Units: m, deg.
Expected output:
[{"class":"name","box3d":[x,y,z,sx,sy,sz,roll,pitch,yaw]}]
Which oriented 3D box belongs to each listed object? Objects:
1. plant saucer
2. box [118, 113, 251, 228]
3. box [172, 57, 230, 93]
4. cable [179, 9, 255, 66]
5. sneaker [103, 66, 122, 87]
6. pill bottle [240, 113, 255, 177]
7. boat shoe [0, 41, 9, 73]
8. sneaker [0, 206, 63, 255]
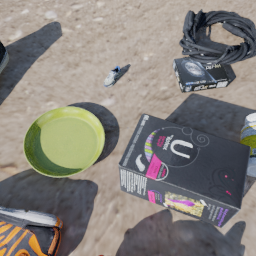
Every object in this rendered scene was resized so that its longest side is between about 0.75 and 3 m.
[{"class":"plant saucer","box3d":[-1.653,0.369,7.389,2.102,0.327,2.102,0,57,0]},{"class":"box","box3d":[1.216,0.942,6.358,2.534,1.344,1.549,18,57,11]},{"class":"box","box3d":[2.237,-1.710,8.687,1.461,0.318,1.170,-8,58,-5]},{"class":"cable","box3d":[2.938,-2.879,9.182,2.413,0.751,2.958,14,50,0]},{"class":"sneaker","box3d":[-0.500,-1.605,8.600,0.321,0.355,0.834,26,62,15]},{"class":"pill bottle","box3d":[3.283,0.402,7.054,0.849,0.849,1.510,12,59,7]},{"class":"boat shoe","box3d":[-4.446,-1.675,8.043,1.062,1.362,3.001,4,58,2]},{"class":"sneaker","box3d":[-2.811,2.414,5.686,2.717,1.054,1.522,5,57,3]}]
